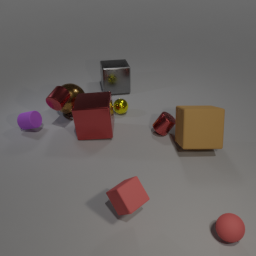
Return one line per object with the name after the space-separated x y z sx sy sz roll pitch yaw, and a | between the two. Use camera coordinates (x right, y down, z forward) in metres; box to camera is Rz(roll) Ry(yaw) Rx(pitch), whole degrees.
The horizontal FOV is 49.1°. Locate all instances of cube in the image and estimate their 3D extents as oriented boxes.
-1.326 -0.497 11.123 1.400 1.400 1.400 -4 32 3 | cube
-0.010 1.769 7.298 0.700 0.700 0.700 -28 -3 -34 | cube
-0.673 -2.671 14.586 1.400 1.400 1.400 -6 31 -8 | cube
2.540 -0.065 10.137 1.400 1.400 1.400 0 9 -2 | cube

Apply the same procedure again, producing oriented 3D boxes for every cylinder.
1.446 -0.175 11.148 0.700 0.700 0.700 28 29 -17 | cylinder
-3.990 -0.315 11.379 0.700 0.700 0.700 -8 27 26 | cylinder
-2.675 -1.141 10.753 0.700 0.700 0.700 14 52 20 | cylinder

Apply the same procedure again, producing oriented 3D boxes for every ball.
-0.330 -0.977 12.634 0.700 0.700 0.700 0 32 0 | ball
2.563 2.498 7.026 0.700 0.700 0.700 0 32 0 | ball
-2.563 -1.281 12.461 1.400 1.400 1.400 0 32 0 | ball
